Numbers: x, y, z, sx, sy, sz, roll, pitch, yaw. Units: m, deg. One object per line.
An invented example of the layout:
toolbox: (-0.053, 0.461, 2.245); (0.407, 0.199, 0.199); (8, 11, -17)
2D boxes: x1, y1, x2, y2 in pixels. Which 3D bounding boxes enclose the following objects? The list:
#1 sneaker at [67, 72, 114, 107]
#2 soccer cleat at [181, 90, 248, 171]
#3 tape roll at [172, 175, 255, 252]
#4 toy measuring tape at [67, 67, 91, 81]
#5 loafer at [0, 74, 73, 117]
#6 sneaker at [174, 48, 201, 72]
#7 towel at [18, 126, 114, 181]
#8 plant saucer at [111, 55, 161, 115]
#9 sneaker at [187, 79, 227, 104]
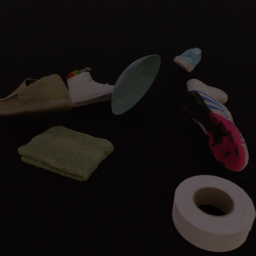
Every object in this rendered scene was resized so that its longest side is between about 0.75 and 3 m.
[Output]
sneaker: (-1.096, -1.458, 9.476); (1.925, 0.709, 1.112); (-11, 77, -5)
soccer cleat: (2.447, -0.073, 7.311); (1.144, 0.926, 2.651); (0, 47, -31)
tape roll: (1.639, 1.606, 5.474); (1.508, 0.527, 1.508); (0, 31, 0)
toy measuring tape: (-1.868, -1.899, 10.395); (1.292, 0.475, 0.475); (-8, 20, 43)
loafer: (-2.718, -0.876, 8.011); (2.946, 1.006, 1.115); (-3, -2, 33)
sneaker: (2.570, -2.959, 11.684); (0.880, 0.975, 2.381); (36, 21, 4)
towel: (-1.588, 0.565, 7.219); (2.097, 0.383, 1.555); (17, 37, 21)
plant saucer: (0.138, -1.415, 8.705); (0.431, 2.238, 2.238); (40, 45, 15)
sneaker: (2.670, -0.897, 9.359); (1.678, 0.618, 0.970); (17, 57, -23)
